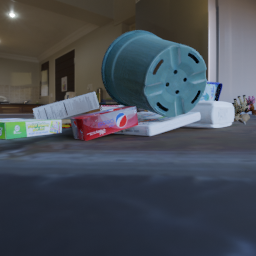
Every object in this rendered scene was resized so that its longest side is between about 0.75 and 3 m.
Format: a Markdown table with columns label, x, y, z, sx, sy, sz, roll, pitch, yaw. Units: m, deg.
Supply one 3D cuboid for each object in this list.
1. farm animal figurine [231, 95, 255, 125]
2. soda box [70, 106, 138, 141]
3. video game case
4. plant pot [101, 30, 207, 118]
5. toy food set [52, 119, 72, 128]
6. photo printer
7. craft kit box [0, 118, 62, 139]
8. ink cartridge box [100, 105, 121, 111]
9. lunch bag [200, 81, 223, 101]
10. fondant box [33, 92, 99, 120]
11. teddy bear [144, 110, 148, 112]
| label | x | y | z | sx | sy | sz | roll | pitch | yaw |
| --- | --- | --- | --- | --- | --- | --- | --- | --- | --- |
| farm animal figurine | 4.919 | -0.635 | 12.720 | 2.028 | 1.069 | 2.050 | -17 | -15 | 35 |
| soda box | -0.535 | -0.150 | 6.896 | 1.654 | 0.524 | 0.579 | -17 | 15 | -38 |
| video game case | 0.529 | -0.204 | 8.896 | 2.504 | 0.326 | 2.751 | 3 | 13 | 42 |
| plant pot | 0.801 | -1.503 | 8.092 | 2.502 | 2.502 | 2.450 | -2 | 19 | -24 |
| toy food set | -2.563 | -0.173 | 10.884 | 1.278 | 0.314 | 1.291 | -2 | 4 | -26 |
| photo printer | 2.476 | -0.581 | 11.440 | 2.988 | 1.038 | 2.486 | 4 | 5 | 38 |
| craft kit box | -3.267 | -0.026 | 7.800 | 1.993 | 0.490 | 2.018 | -1 | 3 | 27 |
| ink cartridge box | -0.565 | -0.652 | 13.686 | 1.575 | 0.890 | 2.150 | 0 | 4 | -5 |
| lunch bag | 3.636 | -1.296 | 13.624 | 1.540 | 2.055 | 2.417 | 22 | 17 | 40 |
| fondant box | -2.782 | -0.903 | 13.038 | 2.780 | 0.810 | 2.006 | -15 | 5 | -6 |
| teddy bear | 1.755 | -0.587 | 14.647 | 1.889 | 0.870 | 2.606 | -7 | 14 | -17 |
